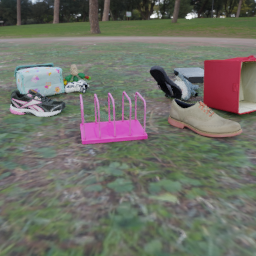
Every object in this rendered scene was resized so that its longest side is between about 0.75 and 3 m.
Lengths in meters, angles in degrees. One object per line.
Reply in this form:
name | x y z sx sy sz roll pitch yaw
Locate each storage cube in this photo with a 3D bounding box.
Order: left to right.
storage cube | 4.460 -1.801 11.409 1.930 2.258 2.030 -11 19 -23

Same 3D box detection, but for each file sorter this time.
file sorter | -0.529 -0.426 9.181 2.069 1.298 1.438 -4 23 -10

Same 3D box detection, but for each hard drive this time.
hard drive | 4.035 -3.239 17.090 1.767 0.416 2.532 -4 23 -9

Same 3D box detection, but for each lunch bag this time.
lunch bag | -4.391 -2.372 13.690 1.994 1.427 2.340 -12 25 -25

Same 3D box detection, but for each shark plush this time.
shark plush | 2.814 -1.745 13.569 1.178 1.285 2.827 33 14 21

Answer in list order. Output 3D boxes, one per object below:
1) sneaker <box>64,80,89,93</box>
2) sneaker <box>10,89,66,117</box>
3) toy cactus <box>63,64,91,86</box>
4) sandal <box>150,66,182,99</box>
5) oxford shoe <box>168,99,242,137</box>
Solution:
sneaker | -2.505 -1.997 14.007 1.217 0.486 0.792 -21 34 -34
sneaker | -3.646 -1.044 11.098 2.247 0.970 0.903 1 24 1
toy cactus | -2.738 -2.565 14.410 1.664 1.373 0.851 -9 44 -9
sandal | 1.449 -1.679 11.033 0.738 1.941 0.416 -3 58 45
oxford shoe | 2.529 -0.371 9.462 2.600 0.972 0.916 15 27 32
